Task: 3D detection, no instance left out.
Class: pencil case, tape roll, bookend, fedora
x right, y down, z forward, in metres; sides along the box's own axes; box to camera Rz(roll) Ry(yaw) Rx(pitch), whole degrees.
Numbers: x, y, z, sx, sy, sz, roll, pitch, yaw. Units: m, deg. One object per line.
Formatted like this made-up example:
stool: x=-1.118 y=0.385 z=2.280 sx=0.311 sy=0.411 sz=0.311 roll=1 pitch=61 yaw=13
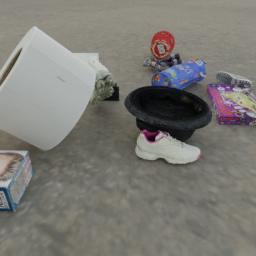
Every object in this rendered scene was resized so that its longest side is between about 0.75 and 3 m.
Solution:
pencil case: x=2.342 y=-2.229 z=12.388 sx=2.833 sy=1.105 sz=1.230 roll=-27 pitch=44 yaw=-35
tape roll: x=-2.637 y=-1.097 z=8.216 sx=2.056 sy=2.995 sz=2.995 roll=33 pitch=17 yaw=-31
bookend: x=-1.042 y=-1.771 z=12.095 sx=1.408 sy=0.649 sz=1.399 roll=1 pitch=32 yaw=2
fedora: x=1.237 y=-0.315 z=9.168 sx=2.810 sy=1.283 sz=2.810 roll=4 pitch=34 yaw=-2

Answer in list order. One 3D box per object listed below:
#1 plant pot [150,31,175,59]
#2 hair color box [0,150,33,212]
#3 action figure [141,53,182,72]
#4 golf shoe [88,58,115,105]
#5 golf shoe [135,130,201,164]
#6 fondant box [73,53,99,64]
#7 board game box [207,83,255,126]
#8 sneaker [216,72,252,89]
plant pot: x=1.952 y=-4.758 z=16.186 sx=1.373 sy=1.373 sz=1.250 roll=9 pitch=40 yaw=14
hair color box: x=-4.079 y=1.273 z=7.091 sx=2.866 sy=0.867 sz=1.433 roll=1 pitch=32 yaw=2
action figure: x=1.719 y=-3.357 z=14.607 sx=2.083 sy=0.723 sz=1.355 roll=-5 pitch=40 yaw=-2
golf shoe: x=-1.103 y=-1.671 z=10.173 sx=0.935 sy=2.387 sz=1.160 roll=-29 pitch=81 yaw=-20
golf shoe: x=1.190 y=0.537 z=8.254 sx=1.944 sy=0.890 sz=0.732 roll=5 pitch=32 yaw=4
fondant box: x=-3.000 y=-2.995 z=13.834 sx=2.935 sy=0.855 sz=2.117 roll=0 pitch=33 yaw=1
board game box: x=4.244 y=-1.015 z=11.161 sx=1.751 sy=0.471 sz=2.917 roll=-1 pitch=32 yaw=6
sneaker: x=4.856 y=-2.159 z=12.889 sx=1.665 sy=0.622 sz=0.683 roll=27 pitch=30 yaw=21
